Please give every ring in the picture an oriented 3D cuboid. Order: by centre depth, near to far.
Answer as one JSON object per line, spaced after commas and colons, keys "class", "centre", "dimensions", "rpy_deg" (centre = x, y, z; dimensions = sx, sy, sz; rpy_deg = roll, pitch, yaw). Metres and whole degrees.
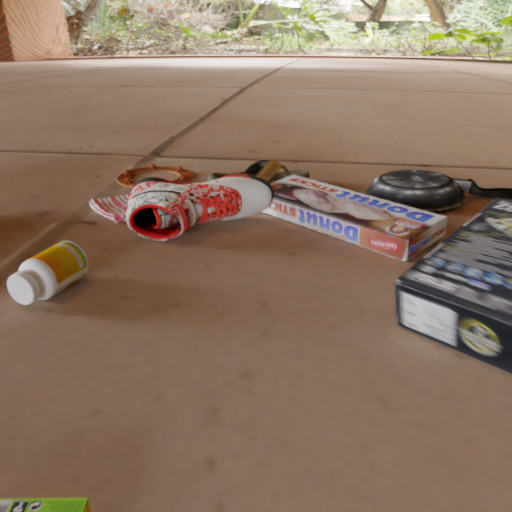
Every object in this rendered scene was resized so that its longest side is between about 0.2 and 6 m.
{"class": "ring", "centre": [-2.431, -1.933, 13.428], "dimensions": [1.801, 0.173, 1.801], "rpy_deg": [1, 24, 0]}

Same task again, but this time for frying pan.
{"class": "frying pan", "centre": [4.034, -1.343, 11.787], "dimensions": [3.490, 0.568, 2.111], "rpy_deg": [6, 25, 20]}

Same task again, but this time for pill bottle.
{"class": "pill bottle", "centre": [-2.977, 0.251, 8.007], "dimensions": [0.616, 0.616, 1.108], "rpy_deg": [9, 26, 20]}

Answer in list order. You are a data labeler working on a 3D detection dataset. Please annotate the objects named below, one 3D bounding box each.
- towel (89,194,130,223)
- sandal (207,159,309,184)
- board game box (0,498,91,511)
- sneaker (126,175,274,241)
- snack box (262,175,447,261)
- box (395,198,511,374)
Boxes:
{"class": "towel", "centre": [-2.447, -1.065, 11.414], "dimensions": [1.569, 0.235, 1.148], "rpy_deg": [-19, 31, -36]}
{"class": "sandal", "centre": [0.083, -1.858, 12.638], "dimensions": [2.396, 0.647, 0.962], "rpy_deg": [-3, 25, -13]}
{"class": "board game box", "centre": [-1.781, 2.409, 3.657], "dimensions": [0.905, 0.284, 1.893], "rpy_deg": [-1, 22, 0]}
{"class": "sneaker", "centre": [-1.005, -0.828, 10.175], "dimensions": [2.686, 0.897, 1.439], "rpy_deg": [1, 31, -1]}
{"class": "snack box", "centre": [1.606, -0.815, 10.510], "dimensions": [1.292, 0.437, 3.593], "rpy_deg": [-26, 35, -38]}
{"class": "box", "centre": [3.859, 0.458, 6.703], "dimensions": [3.423, 0.840, 2.759], "rpy_deg": [21, 44, 42]}
